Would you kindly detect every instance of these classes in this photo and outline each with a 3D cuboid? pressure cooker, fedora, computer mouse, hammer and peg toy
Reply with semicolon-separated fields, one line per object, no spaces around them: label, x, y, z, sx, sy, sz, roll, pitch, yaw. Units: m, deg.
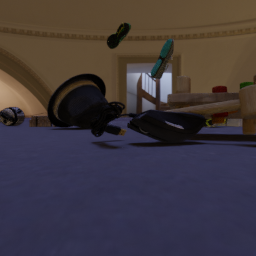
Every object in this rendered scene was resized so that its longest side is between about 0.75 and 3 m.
pressure cooker;-4.829;-0.460;11.620;0.785;0.797;0.892;-18;-2;14
fedora;-1.464;-0.686;9.405;1.066;2.335;2.335;40;26;30
computer mouse;0.288;0.058;4.701;1.889;0.435;1.326;7;-17;-26
hammer and peg toy;1.767;-0.501;5.570;2.085;0.999;2.834;1;-7;16

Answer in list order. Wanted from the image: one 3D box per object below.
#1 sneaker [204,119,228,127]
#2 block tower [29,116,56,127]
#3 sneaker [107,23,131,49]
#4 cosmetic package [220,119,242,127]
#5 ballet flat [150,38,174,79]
sneaker;3.045;-0.403;11.282;0.864;0.853;2.263;7;11;-21
block tower;-2.992;-0.266;10.960;1.616;0.437;0.467;-1;4;-4
sneaker;-0.326;-3.644;11.164;1.300;0.507;0.554;-36;3;32
cosmetic package;4.166;-0.348;11.377;0.416;0.571;1.124;-2;2;-28
ballet flat;1.546;-2.861;11.732;0.568;1.783;0.601;12;30;-32
